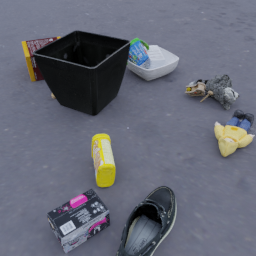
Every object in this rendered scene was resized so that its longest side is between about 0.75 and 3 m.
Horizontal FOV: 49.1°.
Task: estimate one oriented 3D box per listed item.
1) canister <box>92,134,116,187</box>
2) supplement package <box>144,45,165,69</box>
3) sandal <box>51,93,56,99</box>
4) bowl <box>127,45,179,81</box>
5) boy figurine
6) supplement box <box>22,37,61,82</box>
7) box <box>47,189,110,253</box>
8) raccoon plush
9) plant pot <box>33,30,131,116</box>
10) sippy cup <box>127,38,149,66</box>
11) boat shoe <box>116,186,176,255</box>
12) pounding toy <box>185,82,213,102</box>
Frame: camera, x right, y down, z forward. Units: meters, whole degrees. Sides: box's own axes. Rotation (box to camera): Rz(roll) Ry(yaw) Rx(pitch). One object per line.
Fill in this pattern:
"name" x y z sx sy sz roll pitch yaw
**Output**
"canister" -0.789 1.026 8.901 0.611 1.049 1.412 -2 40 -13
"supplement package" 1.334 -3.598 14.634 0.794 0.791 1.353 -8 49 -11
"sandal" -3.367 -1.913 13.121 0.492 0.441 1.341 -4 39 -4
"bowl" 1.139 -3.317 14.521 2.375 0.887 2.372 -24 44 -28
"boy figurine" 3.825 0.182 10.302 1.441 0.747 2.319 27 44 25
"supplement box" -4.207 -3.614 14.498 2.057 1.366 2.029 -14 41 -17
"box" -1.279 2.446 7.427 1.378 0.791 0.911 -26 47 -27
"raccoon plush" 3.785 -1.449 12.506 2.201 1.065 1.475 -10 45 35
"plant pot" -1.782 -2.251 11.866 2.882 2.557 2.875 19 42 21
"sippy cup" 0.409 -3.702 14.027 1.494 1.095 1.173 -39 0 12
"boat shoe" 0.548 2.405 7.347 1.060 0.940 2.836 23 44 26
"pounding toy" 3.080 -1.572 12.398 1.203 0.688 0.690 2 73 41
